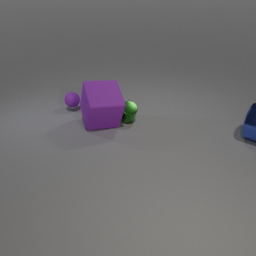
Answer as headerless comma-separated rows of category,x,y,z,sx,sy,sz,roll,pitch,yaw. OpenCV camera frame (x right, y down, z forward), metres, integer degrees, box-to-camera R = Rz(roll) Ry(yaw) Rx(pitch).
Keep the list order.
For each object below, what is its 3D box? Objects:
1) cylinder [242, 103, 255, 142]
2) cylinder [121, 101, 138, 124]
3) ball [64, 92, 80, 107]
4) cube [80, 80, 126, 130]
cylinder,5.123,-0.091,10.254,1.400,1.400,1.400,20,35,33
cylinder,0.004,-0.656,11.769,0.700,0.700,0.700,4,59,-7
ball,-2.538,-1.288,12.762,0.700,0.700,0.700,0,29,0
cube,-1.054,-0.923,11.188,1.400,1.400,1.400,-5,55,-20
